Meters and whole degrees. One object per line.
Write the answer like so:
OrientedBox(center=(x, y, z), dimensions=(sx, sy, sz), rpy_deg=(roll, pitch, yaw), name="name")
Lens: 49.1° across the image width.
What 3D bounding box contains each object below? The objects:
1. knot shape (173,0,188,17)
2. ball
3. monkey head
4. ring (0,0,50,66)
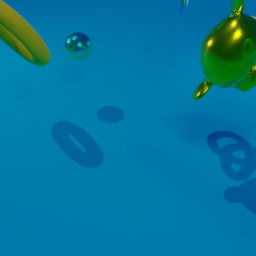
OrientedBox(center=(1.204, -2.767, 4.888), dimensions=(0.698, 1.413, 1.510), rpy_deg=(37, 32, -26), name="knot shape")
OrientedBox(center=(-1.215, -1.986, 6.906), dimensions=(0.711, 0.711, 0.711), rpy_deg=(0, 43, 0), name="ball")
OrientedBox(center=(1.700, -1.292, 4.639), dimensions=(1.109, 1.840, 1.324), rpy_deg=(12, 27, -8), name="monkey head")
OrientedBox(center=(-2.345, -1.959, 5.767), dimensions=(1.765, 1.765, 0.353), rpy_deg=(32, 77, 29), name="ring")
